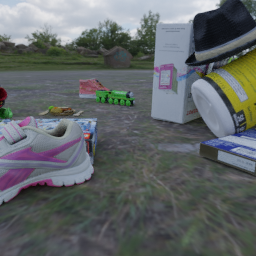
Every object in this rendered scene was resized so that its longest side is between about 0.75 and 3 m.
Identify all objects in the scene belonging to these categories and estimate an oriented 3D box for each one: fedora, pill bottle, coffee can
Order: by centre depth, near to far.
[{"bbox_3d":[3.194,-1.076,6.781,2.938,1.635,1.635,-30,15,1],"label":"pill bottle"},{"bbox_3d":[2.274,-2.453,6.863,2.443,1.115,2.443,-25,16,8],"label":"fedora"},{"bbox_3d":[3.984,-1.189,8.695,2.710,1.983,1.983,8,16,30],"label":"coffee can"}]

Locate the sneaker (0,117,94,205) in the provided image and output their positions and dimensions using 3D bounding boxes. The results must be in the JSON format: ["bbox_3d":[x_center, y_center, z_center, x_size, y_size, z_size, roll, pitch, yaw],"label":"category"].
[{"bbox_3d":[-1.721,0.390,4.191,2.489,1.098,1.013,-10,17,-36],"label":"sneaker"}]

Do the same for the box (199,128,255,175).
[{"bbox_3d":[2.648,0.398,5.720,2.109,0.342,1.277,-11,18,-34],"label":"box"}]

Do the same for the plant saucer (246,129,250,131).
[{"bbox_3d":[3.375,0.213,6.974,0.442,0.120,1.265,0,15,1],"label":"plant saucer"}]

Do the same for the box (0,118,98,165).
[{"bbox_3d":[-2.017,0.246,5.927,2.686,0.536,1.839,-1,14,-3],"label":"box"}]

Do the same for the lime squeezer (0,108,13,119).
[{"bbox_3d":[-4.032,-0.476,8.976,1.959,0.369,0.692,2,1,36],"label":"lime squeezer"}]

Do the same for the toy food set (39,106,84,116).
[{"bbox_3d":[-2.371,-0.656,10.069,1.440,0.289,0.994,2,14,6],"label":"toy food set"}]

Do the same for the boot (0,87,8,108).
[{"bbox_3d":[-4.651,-0.928,9.160,1.796,0.873,2.386,-10,12,26],"label":"boot"}]

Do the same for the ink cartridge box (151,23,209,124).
[{"bbox_3d":[1.881,-1.783,9.173,1.252,2.957,2.137,16,21,36],"label":"ink cartridge box"}]

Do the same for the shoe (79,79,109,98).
[{"bbox_3d":[-1.448,-1.983,14.016,2.088,0.950,0.746,2,14,9],"label":"shoe"}]

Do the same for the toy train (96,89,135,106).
[{"bbox_3d":[-0.584,-1.362,12.258,2.144,0.605,0.447,10,17,35],"label":"toy train"}]
